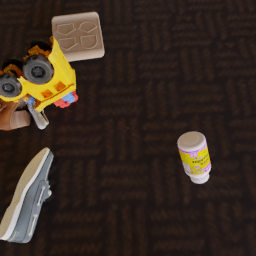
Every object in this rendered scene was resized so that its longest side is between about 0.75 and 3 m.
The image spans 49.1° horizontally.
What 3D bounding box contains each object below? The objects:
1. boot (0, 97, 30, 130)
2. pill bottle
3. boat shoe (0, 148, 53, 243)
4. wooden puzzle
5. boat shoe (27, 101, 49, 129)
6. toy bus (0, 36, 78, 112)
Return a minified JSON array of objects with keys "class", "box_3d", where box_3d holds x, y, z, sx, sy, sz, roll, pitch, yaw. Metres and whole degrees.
[{"class":"boot","box_3d":[-3.954,-0.815,9.147,1.478,0.730,1.904,-6,73,2]},{"class":"pill bottle","box_3d":[1.872,0.856,7.761,0.744,1.427,0.744,-15,32,10]},{"class":"boat shoe","box_3d":[-2.674,1.867,7.949,0.833,0.981,2.695,35,56,-29]},{"class":"wooden puzzle","box_3d":[-1.851,-3.311,10.345,1.768,0.442,1.909,-9,71,-3]},{"class":"boat shoe","box_3d":[-2.884,-0.494,9.061,0.341,0.396,1.100,-33,78,12]},{"class":"toy bus","box_3d":[-2.619,-1.290,8.477,2.251,2.161,1.528,-28,40,9]}]
